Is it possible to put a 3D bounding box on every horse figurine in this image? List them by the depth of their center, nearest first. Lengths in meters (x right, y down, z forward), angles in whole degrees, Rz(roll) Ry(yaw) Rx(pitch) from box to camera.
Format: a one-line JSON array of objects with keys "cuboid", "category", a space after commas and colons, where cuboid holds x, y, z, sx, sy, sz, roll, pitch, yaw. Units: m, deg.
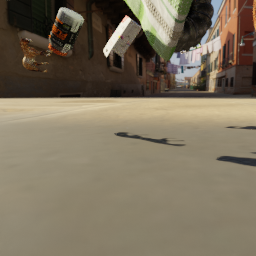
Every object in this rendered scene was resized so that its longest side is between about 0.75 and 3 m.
[{"cuboid": [-2.440, -1.800, 7.289, 0.781, 0.294, 1.178, 3, -29, -26], "category": "horse figurine"}]

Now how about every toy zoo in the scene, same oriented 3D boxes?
[{"cuboid": [2.141, -3.006, 9.932, 0.893, 0.586, 0.091, -17, 24, -3], "category": "toy zoo"}]

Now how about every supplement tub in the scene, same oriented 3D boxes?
[{"cuboid": [-1.188, -1.800, 5.288, 0.478, 0.781, 0.478, 24, 28, -14], "category": "supplement tub"}]

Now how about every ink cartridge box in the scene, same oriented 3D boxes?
[{"cuboid": [-0.214, -2.926, 9.275, 0.474, 1.404, 0.818, 29, 21, -27], "category": "ink cartridge box"}]

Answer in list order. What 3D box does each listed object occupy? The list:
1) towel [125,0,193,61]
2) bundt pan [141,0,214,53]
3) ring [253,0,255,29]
[{"cuboid": [0.221, -2.424, 4.221, 0.437, 2.122, 2.844, -27, -12, -6], "category": "towel"}, {"cuboid": [1.450, -3.289, 7.818, 2.184, 2.184, 0.820, -2, -2, -13], "category": "bundt pan"}, {"cuboid": [4.288, -3.652, 8.969, 0.134, 1.399, 1.399, -9, 6, 10], "category": "ring"}]
